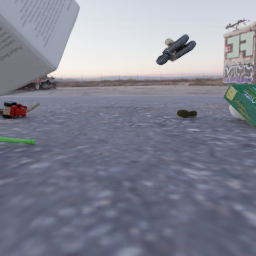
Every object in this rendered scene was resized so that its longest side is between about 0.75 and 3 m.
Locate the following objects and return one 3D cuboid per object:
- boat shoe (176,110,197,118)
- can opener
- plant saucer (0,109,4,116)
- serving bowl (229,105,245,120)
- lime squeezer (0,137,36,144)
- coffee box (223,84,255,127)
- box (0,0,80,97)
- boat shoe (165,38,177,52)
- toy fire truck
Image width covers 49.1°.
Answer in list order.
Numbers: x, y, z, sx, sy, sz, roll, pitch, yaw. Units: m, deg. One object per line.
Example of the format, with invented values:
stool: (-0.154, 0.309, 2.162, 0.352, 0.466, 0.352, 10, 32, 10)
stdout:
boat shoe: (2.463, -0.599, 11.953, 1.001, 0.358, 0.329, -1, -1, -20)
can opener: (1.711, -2.710, 10.155, 0.626, 0.791, 2.380, 36, -8, -10)
plant saucer: (-6.387, -0.723, 13.008, 1.666, 0.267, 1.666, 1, 8, 0)
serving bowl: (4.906, -0.607, 11.125, 1.683, 0.554, 1.683, 1, 8, 0)
lime squeezer: (-3.200, 0.193, 6.083, 2.174, 0.410, 0.768, 1, 8, 12)
coffee box: (4.938, -0.837, 9.782, 2.823, 0.621, 1.736, -5, 43, -27)
box: (-3.096, -2.595, 6.870, 2.714, 2.727, 2.336, -16, -43, 29)
boat shoe: (1.972, -3.200, 11.211, 1.152, 0.422, 0.361, 14, 33, -28)
toy fire truck: (-4.497, -0.804, 11.978, 1.365, 0.878, 1.201, 10, 6, -10)
